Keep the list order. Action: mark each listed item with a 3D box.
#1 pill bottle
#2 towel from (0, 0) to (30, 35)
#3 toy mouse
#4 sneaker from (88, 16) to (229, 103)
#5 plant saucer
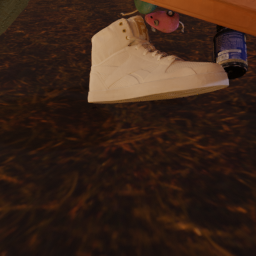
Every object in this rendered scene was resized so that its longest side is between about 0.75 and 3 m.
[{"bbox_3d":[2.550,-2.002,7.031,0.785,0.785,1.403,2,75,4],"label":"pill bottle"},{"bbox_3d":[-3.485,-3.460,7.760,0.434,2.380,1.766,43,8,-7],"label":"towel"},{"bbox_3d":[0.717,-2.555,6.140,1.834,2.063,0.399,-6,74,13],"label":"toy mouse"},{"bbox_3d":[0.334,-1.243,4.790,2.652,1.533,0.977,0,1,34],"label":"sneaker"},{"bbox_3d":[1.047,-1.745,3.830,2.956,0.477,2.956,14,26,-7],"label":"plant saucer"}]
